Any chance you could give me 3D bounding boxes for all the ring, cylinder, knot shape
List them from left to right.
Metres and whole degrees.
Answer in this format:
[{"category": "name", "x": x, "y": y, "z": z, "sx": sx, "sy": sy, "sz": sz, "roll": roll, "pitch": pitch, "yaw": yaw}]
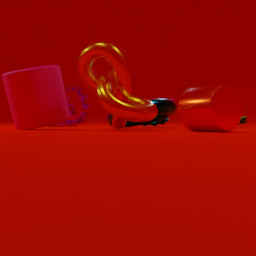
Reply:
[{"category": "cylinder", "x": -2.040, "y": -0.700, "z": 6.321, "sx": 1.234, "sy": 1.234, "sz": 1.234, "roll": -10, "pitch": 12, "yaw": 2}, {"category": "knot shape", "x": -0.214, "y": -0.704, "z": 5.886, "sx": 0.907, "sy": 1.963, "sz": 1.837, "roll": -35, "pitch": -17, "yaw": -4}, {"category": "ring", "x": 0.404, "y": -0.396, "z": 8.040, "sx": 2.040, "sy": 0.408, "sz": 2.040, "roll": -11, "pitch": -7, "yaw": -1}, {"category": "cylinder", "x": 1.382, "y": -0.323, "z": 4.763, "sx": 0.766, "sy": 0.766, "sz": 0.766, "roll": -1, "pitch": 1, "yaw": -33}]

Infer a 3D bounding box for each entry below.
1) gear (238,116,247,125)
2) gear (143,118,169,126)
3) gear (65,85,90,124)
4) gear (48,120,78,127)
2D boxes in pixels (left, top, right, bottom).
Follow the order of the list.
[{"category": "gear", "x": 3.201, "y": -0.192, "z": 8.915, "sx": 1.063, "sy": 0.197, "sz": 1.063, "roll": -9, "pitch": 2, "yaw": 0}, {"category": "gear", "x": 0.649, "y": -0.422, "z": 9.864, "sx": 1.542, "sy": 0.285, "sz": 1.542, "roll": 4, "pitch": -17, "yaw": 1}, {"category": "gear", "x": -2.130, "y": -0.931, "z": 11.401, "sx": 0.286, "sy": 1.548, "sz": 1.548, "roll": -13, "pitch": 9, "yaw": -41}, {"category": "gear", "x": -2.541, "y": -0.180, "z": 10.914, "sx": 1.167, "sy": 0.216, "sz": 1.167, "roll": -2, "pitch": -1, "yaw": 0}]
